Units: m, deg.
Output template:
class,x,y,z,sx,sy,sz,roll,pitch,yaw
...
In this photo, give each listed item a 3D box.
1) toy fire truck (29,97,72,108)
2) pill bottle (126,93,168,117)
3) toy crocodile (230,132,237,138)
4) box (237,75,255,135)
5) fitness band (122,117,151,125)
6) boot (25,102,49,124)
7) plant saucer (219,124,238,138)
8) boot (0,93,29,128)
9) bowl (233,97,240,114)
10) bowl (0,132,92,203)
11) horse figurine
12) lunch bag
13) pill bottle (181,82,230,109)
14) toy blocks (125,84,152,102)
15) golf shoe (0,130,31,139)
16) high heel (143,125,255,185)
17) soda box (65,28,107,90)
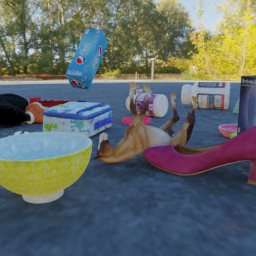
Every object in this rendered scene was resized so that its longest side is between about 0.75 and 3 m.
class,x,y,z,sx,sy,sz,roll,pitch,yaw
toy fire truck,-4.038,-1.233,14.586,2.414,0.588,1.703,0,12,-3
pill bottle,0.835,-1.082,12.884,1.815,1.019,1.019,9,15,37
toy crocodile,3.839,0.139,8.193,1.933,0.597,0.653,-5,13,-22
box,3.553,-0.188,6.346,1.244,2.003,2.019,-2,12,-12
fitness band,0.335,-0.290,11.151,1.222,0.229,0.877,9,18,41
boot,-3.961,-0.606,11.551,1.017,0.712,1.897,-17,21,-39
plant saucer,3.528,0.114,9.024,1.168,0.296,1.168,0,11,0
boot,-4.783,-0.732,11.200,2.327,1.051,2.840,22,9,36
bowl,6.104,-1.196,13.525,1.866,0.976,1.866,0,13,0
bowl,-1.474,0.701,4.766,1.736,0.934,1.736,1,13,0
horse figurine,0.706,0.011,6.792,2.896,1.919,0.723,7,9,-35
lunch bag,-1.633,-0.330,9.643,1.852,0.950,2.304,7,15,19
pill bottle,4.187,-1.787,15.137,2.403,1.437,1.437,5,13,22
toy blocks,0.604,-1.933,16.373,1.338,1.205,1.432,9,15,33
golf shoe,-2.999,0.454,7.231,1.425,0.554,0.673,-10,37,-44
high heel,1.665,0.271,5.718,2.851,1.371,0.961,5,13,21
soda box,-1.689,-2.901,11.697,0.818,2.549,0.865,11,-25,15
